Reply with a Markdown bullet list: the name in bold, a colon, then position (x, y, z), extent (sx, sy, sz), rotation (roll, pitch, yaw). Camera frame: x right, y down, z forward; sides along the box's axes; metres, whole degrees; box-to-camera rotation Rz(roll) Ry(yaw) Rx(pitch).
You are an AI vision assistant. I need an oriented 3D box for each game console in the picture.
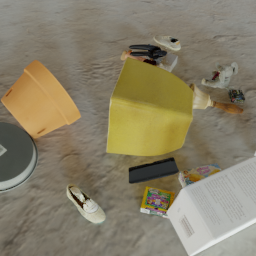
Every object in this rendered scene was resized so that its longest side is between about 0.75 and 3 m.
- **game console**: position (0.629, 1.174, 6.701), extent (1.149, 1.011, 0.669), rotation (-14, 48, 4)

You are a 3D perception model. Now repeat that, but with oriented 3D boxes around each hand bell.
- **hand bell**: position (3.832, -1.053, 12.287), extent (2.489, 1.296, 1.296), rotation (14, 44, -3)

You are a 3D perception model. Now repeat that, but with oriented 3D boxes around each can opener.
- **can opener**: position (0.983, -4.125, 14.882), extent (2.528, 0.801, 0.994), rotation (-6, -4, -41)

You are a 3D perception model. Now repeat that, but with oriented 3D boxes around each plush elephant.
- **plush elephant**: position (4.532, -2.584, 13.501), extent (1.346, 1.265, 1.634), rotation (-31, 52, -28)

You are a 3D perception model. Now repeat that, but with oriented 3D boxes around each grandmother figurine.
- **grandmother figurine**: position (0.914, -3.394, 14.766), extent (2.526, 0.765, 1.532), rotation (34, 49, 27)

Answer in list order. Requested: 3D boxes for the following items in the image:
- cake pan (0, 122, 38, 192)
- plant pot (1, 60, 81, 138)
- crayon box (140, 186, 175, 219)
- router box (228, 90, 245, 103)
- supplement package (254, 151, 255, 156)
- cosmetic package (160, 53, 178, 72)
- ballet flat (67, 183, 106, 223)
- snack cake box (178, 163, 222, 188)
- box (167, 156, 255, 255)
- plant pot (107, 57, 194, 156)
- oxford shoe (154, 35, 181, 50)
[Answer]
- **cake pan**: position (-4.517, 0.880, 9.757), extent (2.691, 0.493, 2.691), rotation (10, 56, -16)
- **plant pot**: position (-3.499, -0.919, 10.987), extent (1.975, 2.821, 2.821), rotation (-41, 55, -13)
- **crayon box**: position (0.961, 2.397, 9.068), extent (0.977, 0.285, 0.843), rotation (11, 44, 11)
- **router box**: position (5.086, -1.484, 13.109), extent (0.570, 0.236, 0.761), rotation (2, 44, 2)
- **supplement package**: position (6.267, -0.039, 10.503), extent (1.742, 1.764, 2.910), rotation (26, 50, 25)
- **cosmetic package**: position (2.163, -3.468, 14.972), extent (0.637, 0.538, 1.193), rotation (20, 45, 19)
- **ballet flat**: position (-1.407, 2.374, 8.917), extent (1.694, 0.528, 0.571), rotation (31, 52, 28)
- **snack cake box**: position (2.552, 1.772, 9.575), extent (1.410, 0.474, 0.811), rotation (-11, 46, -11)
- **box**: position (2.738, 2.174, 7.872), extent (2.688, 2.046, 1.429), rotation (-18, 59, -19)
- **plant pot**: position (0.922, -0.613, 10.547), extent (2.818, 2.755, 2.737), rotation (11, 45, 5)
- **oxford shoe**: position (2.361, -5.269, 16.783), extent (0.757, 0.581, 2.013), rotation (-33, 51, -26)
